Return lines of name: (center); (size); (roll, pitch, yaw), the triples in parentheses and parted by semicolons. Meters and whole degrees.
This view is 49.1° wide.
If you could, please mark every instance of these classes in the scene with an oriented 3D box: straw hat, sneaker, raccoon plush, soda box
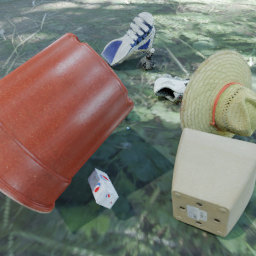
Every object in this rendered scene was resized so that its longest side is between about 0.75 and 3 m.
straw hat: (2.523, -0.407, 6.461); (2.620, 2.620, 1.109); (-21, 31, -25)
sneaker: (1.860, -1.181, 9.275); (2.086, 0.773, 0.923); (7, 49, 11)
sneaker: (0.267, -3.367, 11.539); (2.523, 1.457, 1.019); (-41, 67, 13)
raccoon plush: (1.006, -2.710, 11.010); (0.715, 1.068, 0.516); (-28, 83, -35)
soda box: (-0.518, 1.191, 5.614); (0.324, 0.303, 0.952); (32, 6, -25)

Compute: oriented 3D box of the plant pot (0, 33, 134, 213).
plant pot: (-1.484, -0.263, 5.568); (2.629, 2.704, 2.704); (-44, 49, -7)

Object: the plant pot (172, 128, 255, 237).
plant pot: (1.611, 1.147, 5.501); (1.537, 1.535, 1.361); (14, 48, 25)
